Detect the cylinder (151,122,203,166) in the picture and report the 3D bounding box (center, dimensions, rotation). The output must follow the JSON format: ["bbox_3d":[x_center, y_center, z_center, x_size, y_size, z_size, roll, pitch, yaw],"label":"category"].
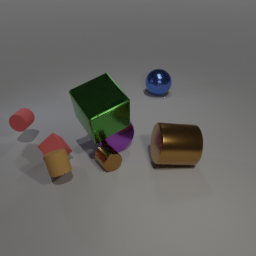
[{"bbox_3d":[1.607,0.545,9.472,1.400,1.400,1.400,3,29,-10],"label":"cylinder"}]

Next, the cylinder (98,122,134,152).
[{"bbox_3d":[-0.695,0.020,10.573,1.400,1.400,1.400,-16,33,-26],"label":"cylinder"}]

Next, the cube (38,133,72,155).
[{"bbox_3d":[-2.465,0.704,9.511,0.700,0.700,0.700,-43,69,-1],"label":"cube"}]

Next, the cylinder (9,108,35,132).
[{"bbox_3d":[-3.978,-0.314,10.526,0.700,0.700,0.700,3,26,6],"label":"cylinder"}]

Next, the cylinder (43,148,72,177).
[{"bbox_3d":[-2.162,1.067,8.626,0.700,0.700,0.700,-16,7,2],"label":"cylinder"}]

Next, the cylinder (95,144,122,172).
[{"bbox_3d":[-0.667,1.012,9.541,0.700,0.700,0.700,-17,34,-28],"label":"cylinder"}]

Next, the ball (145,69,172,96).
[{"bbox_3d":[1.617,-2.429,14.886,1.400,1.400,1.400,0,30,0],"label":"ball"}]

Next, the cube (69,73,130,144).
[{"bbox_3d":[-0.872,-0.626,9.065,1.400,1.400,1.400,-29,61,-17],"label":"cube"}]
